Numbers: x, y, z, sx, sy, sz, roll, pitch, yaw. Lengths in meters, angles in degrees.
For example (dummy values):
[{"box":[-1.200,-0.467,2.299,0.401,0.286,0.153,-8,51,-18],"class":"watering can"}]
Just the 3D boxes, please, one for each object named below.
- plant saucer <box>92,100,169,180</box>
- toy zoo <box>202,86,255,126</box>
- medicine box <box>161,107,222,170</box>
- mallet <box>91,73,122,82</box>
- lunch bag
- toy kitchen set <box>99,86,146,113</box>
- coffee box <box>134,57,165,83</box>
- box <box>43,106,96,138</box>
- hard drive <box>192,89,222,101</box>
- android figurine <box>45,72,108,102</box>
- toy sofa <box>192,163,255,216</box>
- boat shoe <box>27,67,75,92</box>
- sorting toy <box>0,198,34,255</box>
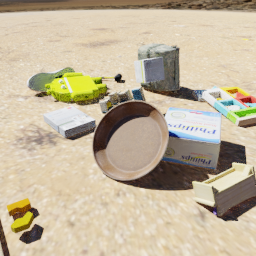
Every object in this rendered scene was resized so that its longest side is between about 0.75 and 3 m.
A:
[{"box":[0.086,0.375,8.374,2.468,0.451,2.468,-10,66,23],"class":"plant saucer"},{"box":[4.597,-1.127,12.122,1.946,0.303,2.966,-10,36,-17],"class":"toy zoo"},{"box":[2.036,0.259,9.143,1.829,1.034,2.008,8,30,15],"class":"medicine box"},{"box":[-1.190,-2.790,15.428,1.788,0.368,0.589,5,29,16],"class":"mallet"},{"box":[1.661,-2.919,13.681,1.578,2.265,1.899,-25,32,-38],"class":"lunch bag"},{"box":[-0.197,-1.004,11.885,1.565,0.922,1.253,-7,23,30],"class":"toy kitchen set"},{"box":[0.854,-2.323,11.285,0.894,0.895,0.885,-13,14,-21],"class":"coffee box"},{"box":[-2.278,-0.291,10.843,1.342,0.354,1.722,-22,37,-35],"class":"box"},{"box":[3.987,-1.568,13.297,1.598,0.210,1.054,-2,29,-4],"class":"hard drive"},{"box":[-2.515,-1.989,13.557,2.833,0.582,2.579,-8,35,-17],"class":"android figurine"},{"box":[2.557,1.565,7.307,1.682,0.821,0.697,-17,8,-28],"class":"toy sofa"},{"box":[-4.006,-2.464,14.384,2.708,0.960,0.945,-32,15,-39],"class":"boat shoe"},{"box":[-3.295,2.451,5.974,2.653,0.355,1.977,-16,28,-27],"class":"sorting toy"}]
